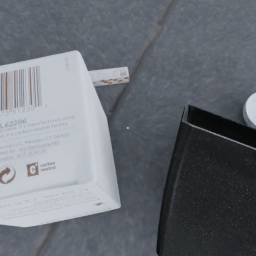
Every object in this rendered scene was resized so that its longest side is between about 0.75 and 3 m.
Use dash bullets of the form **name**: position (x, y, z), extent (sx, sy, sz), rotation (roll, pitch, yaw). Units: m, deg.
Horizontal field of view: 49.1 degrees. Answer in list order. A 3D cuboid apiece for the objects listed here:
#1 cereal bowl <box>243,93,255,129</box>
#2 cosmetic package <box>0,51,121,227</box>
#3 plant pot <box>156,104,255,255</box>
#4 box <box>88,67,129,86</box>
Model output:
- **cereal bowl**: position (3.624, -0.325, 7.391), extent (1.256, 0.523, 1.256), rotation (2, 64, -3)
- **cosmetic package**: position (-1.657, 0.478, 5.681), extent (2.457, 2.936, 2.442), rotation (-12, 67, 1)
- **plant pot**: position (1.975, 1.325, 5.439), extent (2.910, 2.903, 2.582), rotation (23, 104, 8)
- **box**: position (-0.830, -1.416, 7.936), extent (1.722, 0.333, 0.357), rotation (-8, 69, -3)
